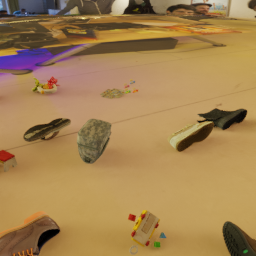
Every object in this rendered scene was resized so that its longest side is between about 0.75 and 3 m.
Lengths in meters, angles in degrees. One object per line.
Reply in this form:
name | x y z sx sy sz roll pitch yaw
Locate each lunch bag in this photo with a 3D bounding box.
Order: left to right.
lunch bag | -1.109 0.440 9.275 0.907 1.091 1.301 15 31 6

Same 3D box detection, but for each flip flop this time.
flip flop | -2.959 0.137 10.520 0.796 0.565 1.964 20 31 31

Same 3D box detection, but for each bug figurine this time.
bug figurine | 0.153 -2.072 14.414 0.720 0.239 0.928 -18 56 4

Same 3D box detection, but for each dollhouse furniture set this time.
dollhouse furniture set | -4.855 0.773 8.946 2.305 0.937 1.240 16 32 28

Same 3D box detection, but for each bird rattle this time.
bird rattle | -4.289 -2.141 14.889 1.515 0.854 1.235 -4 37 -36

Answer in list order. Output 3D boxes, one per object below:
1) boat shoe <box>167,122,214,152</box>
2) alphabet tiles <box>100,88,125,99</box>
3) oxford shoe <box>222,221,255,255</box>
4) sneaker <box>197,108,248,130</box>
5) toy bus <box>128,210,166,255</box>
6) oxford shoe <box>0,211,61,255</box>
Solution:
boat shoe | 2.323 0.157 10.277 2.069 0.766 0.687 -21 40 -33
alphabet tiles | -0.785 -1.812 14.699 1.101 0.042 1.323 13 31 23
oxford shoe | 2.657 2.658 5.979 0.691 0.595 1.638 5 26 -26
sneaker | 3.939 -0.515 11.656 2.103 0.632 1.097 -24 41 -31
toy bus | 0.343 2.364 6.489 0.902 0.851 0.466 -8 -14 -16
oxford shoe | -2.326 2.540 5.968 0.717 0.702 1.968 23 36 28
